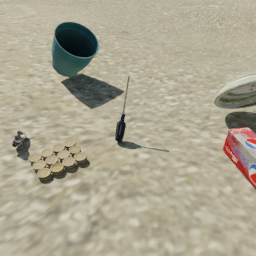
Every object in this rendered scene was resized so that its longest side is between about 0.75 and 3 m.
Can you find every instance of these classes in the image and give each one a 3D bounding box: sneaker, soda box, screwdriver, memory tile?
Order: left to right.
[{"bbox_3d":[-3.097,0.321,7.888,0.304,0.327,0.757,31,10,-5],"label":"sneaker"},{"bbox_3d":[-1.838,0.799,7.364,1.349,0.113,1.034,-23,42,-27],"label":"memory tile"},{"bbox_3d":[-0.082,-0.554,8.007,0.281,1.933,0.270,14,2,31],"label":"screwdriver"},{"bbox_3d":[3.169,0.846,6.821,0.648,0.716,2.045,-7,36,-13],"label":"soda box"}]

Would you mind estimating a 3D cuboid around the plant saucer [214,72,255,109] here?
[{"bbox_3d":[3.682,-1.177,8.431,2.202,2.202,0.553,-4,74,-6],"label":"plant saucer"}]

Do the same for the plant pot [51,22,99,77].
[{"bbox_3d":[-2.215,-2.916,10.991,1.728,1.624,1.728,14,57,-22],"label":"plant pot"}]
